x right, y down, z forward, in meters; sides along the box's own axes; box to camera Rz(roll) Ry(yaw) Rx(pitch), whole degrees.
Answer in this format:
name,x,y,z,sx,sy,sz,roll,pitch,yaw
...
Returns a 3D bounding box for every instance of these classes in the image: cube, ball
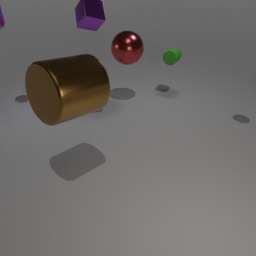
name,x,y,z,sx,sy,sz,roll,pitch,yaw
cube,-1.198,-3.581,8.823,0.700,0.700,0.700,-2,-12,-32
ball,-0.026,-3.394,11.880,1.400,1.400,1.400,0,31,0

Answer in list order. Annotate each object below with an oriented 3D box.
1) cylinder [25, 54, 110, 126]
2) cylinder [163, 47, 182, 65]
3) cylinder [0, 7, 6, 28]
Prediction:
name,x,y,z,sx,sy,sz,roll,pitch,yaw
cylinder,-1.369,-0.907,6.414,1.400,1.400,1.400,25,34,36
cylinder,2.066,-3.366,13.088,0.700,0.700,0.700,14,35,23
cylinder,-4.782,-3.942,9.890,0.700,0.700,0.700,-2,38,1
